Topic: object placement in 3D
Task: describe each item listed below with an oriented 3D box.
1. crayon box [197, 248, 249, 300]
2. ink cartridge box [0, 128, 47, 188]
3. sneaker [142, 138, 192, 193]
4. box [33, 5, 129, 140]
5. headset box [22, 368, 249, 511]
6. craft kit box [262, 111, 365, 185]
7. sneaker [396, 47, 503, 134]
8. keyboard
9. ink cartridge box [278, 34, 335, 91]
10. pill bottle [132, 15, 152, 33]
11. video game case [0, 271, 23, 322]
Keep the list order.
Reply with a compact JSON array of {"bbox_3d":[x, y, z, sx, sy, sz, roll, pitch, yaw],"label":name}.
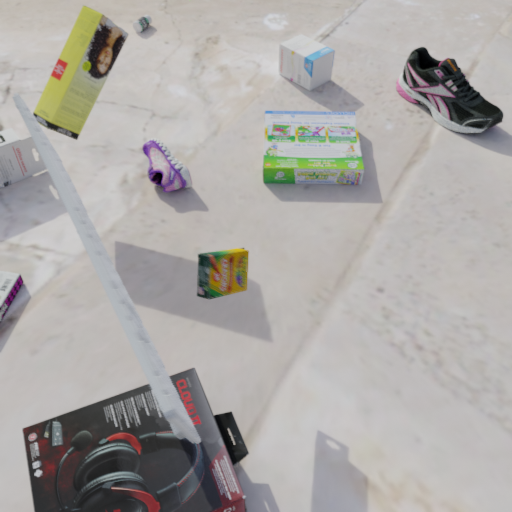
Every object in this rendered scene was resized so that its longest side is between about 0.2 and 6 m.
[{"bbox_3d":[-0.385,0.213,7.448,0.232,0.579,0.911,10,13,37],"label":"crayon box"},{"bbox_3d":[-4.976,-1.861,10.894,1.543,0.895,0.524,-27,53,-23],"label":"ink cartridge box"},{"bbox_3d":[-1.906,-1.753,11.041,0.661,0.602,1.496,-34,57,-17],"label":"sneaker"},{"bbox_3d":[-3.061,-3.134,9.724,0.532,0.799,2.123,32,99,21],"label":"box"},{"bbox_3d":[-1.351,2.631,6.850,2.492,0.935,1.852,-17,50,-14],"label":"headset box"},{"bbox_3d":[1.140,-2.270,11.578,1.993,0.484,1.968,1,46,1],"label":"craft kit box"},{"bbox_3d":[4.227,-3.706,12.372,1.073,1.153,2.671,-35,58,-26],"label":"sneaker"},{"bbox_3d":[-1.920,-0.012,6.833,0.262,1.380,4.905,-26,62,-15],"label":"keyboard"},{"bbox_3d":[1.136,-4.699,13.481,0.783,0.804,1.251,-34,57,-27],"label":"ink cartridge box"},{"bbox_3d":[-3.103,-6.353,15.301,0.300,0.300,0.531,22,53,19],"label":"pill bottle"},{"bbox_3d":[-4.652,0.806,8.937,1.313,0.259,1.449,7,49,6],"label":"video game case"}]
